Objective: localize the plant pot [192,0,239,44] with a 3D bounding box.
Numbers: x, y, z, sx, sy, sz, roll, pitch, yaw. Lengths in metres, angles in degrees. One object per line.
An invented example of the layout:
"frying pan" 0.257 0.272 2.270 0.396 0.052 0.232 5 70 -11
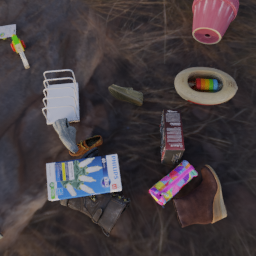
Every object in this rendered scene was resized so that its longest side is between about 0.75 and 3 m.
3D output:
"plant pot" 3.879 -5.055 12.989 2.079 2.079 1.861 17 79 9

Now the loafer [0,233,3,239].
"loafer" -4.516 3.575 9.342 0.761 0.288 0.260 11 64 16

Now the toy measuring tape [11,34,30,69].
"toy measuring tape" -4.953 -3.510 12.995 0.657 0.657 1.786 -24 87 -12

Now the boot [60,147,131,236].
"boot" -0.920 2.159 9.810 2.207 0.878 2.535 23 75 11

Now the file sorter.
"file sorter" -2.737 -1.303 11.380 1.313 1.178 1.892 -6 62 -3

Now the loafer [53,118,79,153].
"loafer" -2.259 0.216 10.577 0.656 0.657 1.880 -35 50 -7

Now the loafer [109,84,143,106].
"loafer" -0.060 -1.452 11.820 1.575 0.599 0.531 25 64 2

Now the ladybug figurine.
"ladybug figurine" 3.210 -1.664 11.691 2.600 0.935 1.765 8 63 4

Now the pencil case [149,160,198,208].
"pencil case" 1.604 1.942 9.910 1.850 0.818 0.818 -38 69 -19

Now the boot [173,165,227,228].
"boot" 2.381 2.322 9.728 1.662 0.723 1.998 -8 65 -6

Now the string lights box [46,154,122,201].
"string lights box" -1.425 1.630 9.237 2.319 0.684 1.192 -8 74 -4

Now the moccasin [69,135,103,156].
"moccasin" -1.607 0.664 10.711 1.354 0.523 0.495 -19 64 -10

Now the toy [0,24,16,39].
"toy" -6.086 -4.550 13.558 1.376 0.325 0.792 -7 65 -5

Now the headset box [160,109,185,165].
"headset box" 1.600 0.413 10.371 0.706 1.361 1.829 -1 62 0
